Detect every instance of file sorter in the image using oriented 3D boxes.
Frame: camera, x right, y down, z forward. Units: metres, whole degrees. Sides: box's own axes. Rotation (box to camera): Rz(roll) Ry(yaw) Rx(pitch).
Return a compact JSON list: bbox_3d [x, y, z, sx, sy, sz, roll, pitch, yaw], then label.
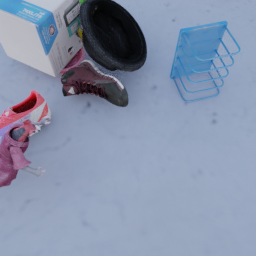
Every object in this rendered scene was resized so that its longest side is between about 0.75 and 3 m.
[{"bbox_3d":[2.059,-1.732,7.717,1.286,1.853,1.137,-12,61,-8],"label":"file sorter"}]

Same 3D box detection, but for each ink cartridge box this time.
[{"bbox_3d":[-2.305,-3.299,8.191,1.904,1.913,2.608,25,63,15],"label":"ink cartridge box"}]

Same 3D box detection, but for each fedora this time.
[{"bbox_3d":[-0.567,-2.537,8.169,2.372,1.083,2.372,15,64,-32],"label":"fedora"}]

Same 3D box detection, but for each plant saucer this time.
[{"bbox_3d":[-2.060,-2.221,8.876,1.415,0.359,1.415,-1,58,1],"label":"plant saucer"}]

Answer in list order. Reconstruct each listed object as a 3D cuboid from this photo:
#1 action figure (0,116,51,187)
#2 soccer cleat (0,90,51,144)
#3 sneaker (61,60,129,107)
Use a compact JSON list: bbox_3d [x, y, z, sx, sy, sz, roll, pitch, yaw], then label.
[{"bbox_3d":[-2.428,0.360,5.817,1.456,1.955,1.310,14,48,-28],"label":"action figure"},{"bbox_3d":[-3.029,0.016,6.925,0.841,0.902,2.465,31,59,27],"label":"soccer cleat"},{"bbox_3d":[-1.075,-1.030,7.743,1.298,0.850,2.247,-29,48,-26],"label":"sneaker"}]
